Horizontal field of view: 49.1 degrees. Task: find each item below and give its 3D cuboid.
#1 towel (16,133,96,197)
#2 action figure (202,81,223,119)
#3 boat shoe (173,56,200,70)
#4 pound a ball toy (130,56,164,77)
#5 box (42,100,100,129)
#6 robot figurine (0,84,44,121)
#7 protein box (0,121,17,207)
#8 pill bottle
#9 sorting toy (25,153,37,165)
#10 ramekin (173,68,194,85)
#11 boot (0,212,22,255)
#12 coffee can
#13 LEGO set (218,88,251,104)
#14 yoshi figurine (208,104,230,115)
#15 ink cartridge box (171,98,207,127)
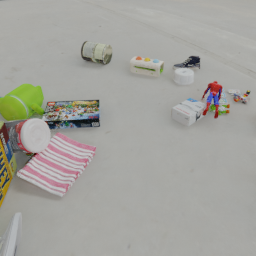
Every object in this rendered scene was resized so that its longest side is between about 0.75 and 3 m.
[{"bbox_3d":[-2.394,1.148,9.744,1.789,0.366,2.445,20,39,12],"label":"towel"},{"bbox_3d":[3.847,-1.212,12.971,0.782,1.186,2.396,17,51,8],"label":"action figure"},{"bbox_3d":[3.520,-3.918,16.740,1.692,0.784,0.632,-5,36,-8],"label":"boat shoe"},{"bbox_3d":[1.065,-3.823,16.506,2.141,0.909,1.396,15,38,19],"label":"pound a ball toy"},{"bbox_3d":[-2.448,-0.630,12.399,2.410,0.454,1.646,-3,36,-4],"label":"box"},{"bbox_3d":[-4.674,-1.097,12.332,1.988,1.311,2.266,12,37,15],"label":"robot figurine"},{"bbox_3d":[-5.280,1.391,8.244,2.887,1.947,2.866,-1,35,-2],"label":"protein box"},{"bbox_3d":[-3.959,0.310,10.113,2.155,1.193,1.193,-4,29,32],"label":"pill bottle"},{"bbox_3d":[-3.195,1.116,10.127,1.466,0.248,0.707,11,37,15],"label":"sorting toy"},{"bbox_3d":[3.073,-2.871,15.464,1.153,0.562,1.153,0,36,0],"label":"ramekin"},{"bbox_3d":[-3.278,2.986,7.085,0.910,0.700,1.903,1,36,-9],"label":"boot"},{"bbox_3d":[-1.950,-4.721,17.509,1.621,1.187,1.187,15,38,20],"label":"coffee can"},{"bbox_3d":[5.238,-1.711,13.964,1.871,0.459,1.398,4,39,5],"label":"LEGO set"},{"bbox_3d":[4.139,-0.898,12.751,0.955,0.535,0.537,3,42,10],"label":"yoshi figurine"},{"bbox_3d":[2.711,-0.721,12.427,1.352,0.566,0.981,-28,44,-34],"label":"ink cartridge box"}]
